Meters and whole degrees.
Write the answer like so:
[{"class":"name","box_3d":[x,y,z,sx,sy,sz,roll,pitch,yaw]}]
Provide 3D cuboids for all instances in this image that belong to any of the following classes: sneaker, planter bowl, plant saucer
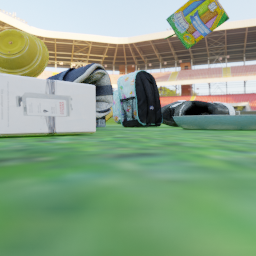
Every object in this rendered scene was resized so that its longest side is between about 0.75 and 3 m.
[{"class":"sneaker","box_3d":[-1.127,-0.620,6.006,2.079,1.094,2.877,-11,7,17]},{"class":"sneaker","box_3d":[1.991,-0.520,9.592,2.986,0.992,1.351,3,0,43]},{"class":"planter bowl","box_3d":[-4.233,-2.895,10.381,2.384,2.384,0.993,0,-22,-6]},{"class":"plant saucer","box_3d":[1.976,-0.107,5.738,2.083,0.285,2.083,0,2,0]}]

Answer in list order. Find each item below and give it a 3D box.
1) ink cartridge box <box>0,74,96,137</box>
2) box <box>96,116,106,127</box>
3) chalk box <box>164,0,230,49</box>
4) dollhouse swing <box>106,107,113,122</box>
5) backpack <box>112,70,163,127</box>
[{"class":"ink cartridge box","box_3d":[-1.083,-0.193,2.782,0.932,0.527,1.272,1,1,44]},{"class":"box","box_3d":[-1.983,-0.233,8.203,1.557,0.454,2.275,1,1,39]},{"class":"chalk box","box_3d":[2.243,-3.675,9.760,2.119,1.313,1.322,-33,11,29]},{"class":"dollhouse swing","box_3d":[-0.926,-0.262,14.463,1.755,1.697,1.931,-41,4,-2]},{"class":"backpack","box_3d":[0.293,-0.916,9.081,1.372,1.790,1.574,-1,1,38]}]
